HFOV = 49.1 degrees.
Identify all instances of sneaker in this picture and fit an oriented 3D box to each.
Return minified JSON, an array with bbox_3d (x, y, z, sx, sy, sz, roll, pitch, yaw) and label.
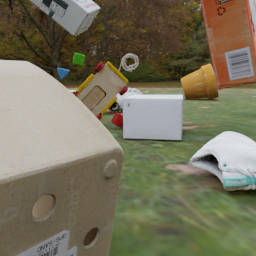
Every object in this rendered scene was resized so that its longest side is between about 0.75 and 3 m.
[{"bbox_3d":[-0.316,-1.097,11.481,2.830,1.147,1.063,12,-39,-39],"label":"sneaker"},{"bbox_3d":[1.493,0.509,3.194,0.822,0.699,1.857,-20,13,-24],"label":"sneaker"}]

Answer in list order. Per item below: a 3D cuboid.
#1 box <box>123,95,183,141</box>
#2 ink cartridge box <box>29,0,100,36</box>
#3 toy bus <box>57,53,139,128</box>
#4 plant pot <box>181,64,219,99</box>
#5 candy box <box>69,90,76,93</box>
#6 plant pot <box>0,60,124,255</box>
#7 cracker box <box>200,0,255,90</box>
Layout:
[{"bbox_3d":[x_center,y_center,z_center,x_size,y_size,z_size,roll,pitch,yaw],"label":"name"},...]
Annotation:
[{"bbox_3d":[0.664,-0.318,6.759,1.305,0.912,1.714,2,10,11],"label":"box"},{"bbox_3d":[-2.003,-3.861,8.393,2.082,0.865,1.526,38,28,-12],"label":"ink cartridge box"},{"bbox_3d":[-0.821,-0.993,7.632,2.063,1.946,1.066,-2,10,-11],"label":"toy bus"},{"bbox_3d":[4.711,-2.865,18.696,2.094,2.287,2.287,-14,6,14],"label":"plant pot"},{"bbox_3d":[-3.472,-1.336,13.016,2.642,0.806,1.802,-6,11,-30],"label":"candy box"},{"bbox_3d":[-0.835,0.405,1.552,1.258,1.421,1.420,20,20,36],"label":"plant pot"},{"bbox_3d":[2.500,-2.182,6.331,0.844,1.961,2.927,-8,16,30],"label":"cracker box"}]
